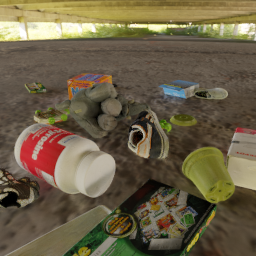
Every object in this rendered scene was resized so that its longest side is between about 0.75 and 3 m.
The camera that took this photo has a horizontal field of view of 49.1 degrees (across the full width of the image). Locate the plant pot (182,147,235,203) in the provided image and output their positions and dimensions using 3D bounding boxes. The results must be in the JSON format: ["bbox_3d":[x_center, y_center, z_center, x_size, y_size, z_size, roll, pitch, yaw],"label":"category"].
[{"bbox_3d":[1.970,1.172,6.637,1.080,1.080,0.993,-4,35,-10],"label":"plant pot"}]

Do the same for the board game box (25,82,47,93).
[{"bbox_3d":[-5.230,-2.285,15.815,0.888,0.199,1.695,-10,25,-27],"label":"board game box"}]

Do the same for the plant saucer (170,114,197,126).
[{"bbox_3d":[2.222,-0.351,11.211,1.055,0.164,1.055,0,23,0],"label":"plant saucer"}]

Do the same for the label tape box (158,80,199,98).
[{"bbox_3d":[2.632,-1.974,14.539,1.328,0.612,1.853,19,31,40],"label":"label tape box"}]

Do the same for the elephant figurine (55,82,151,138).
[{"bbox_3d":[-0.748,-0.761,10.545,2.028,2.223,2.866,-39,-2,21],"label":"elephant figurine"}]

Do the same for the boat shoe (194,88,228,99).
[{"bbox_3d":[4.074,-1.659,13.934,1.638,0.572,0.583,10,32,36],"label":"boat shoe"}]

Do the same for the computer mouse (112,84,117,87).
[{"bbox_3d":[-0.968,-2.440,16.189,0.768,0.177,0.539,-4,22,-9],"label":"computer mouse"}]

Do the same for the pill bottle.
[{"bbox_3d":[-1.561,0.784,6.938,2.423,1.360,1.360,17,28,34],"label":"pill bottle"}]

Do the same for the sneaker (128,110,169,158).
[{"bbox_3d":[0.470,0.085,9.065,1.013,1.001,2.551,1,24,-12],"label":"sneaker"}]

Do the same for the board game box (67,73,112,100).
[{"bbox_3d":[-1.629,-1.528,12.366,1.430,1.430,1.429,8,25,19],"label":"board game box"}]

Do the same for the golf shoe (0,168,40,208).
[{"bbox_3d":[-2.878,1.398,6.426,1.638,0.637,0.774,6,23,17],"label":"golf shoe"}]

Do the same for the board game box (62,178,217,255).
[{"bbox_3d":[0.178,1.919,4.718,1.543,0.345,2.944,19,33,34],"label":"board game box"}]

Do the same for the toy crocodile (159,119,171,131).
[{"bbox_3d":[1.041,-0.106,10.444,1.170,0.361,0.395,5,26,24],"label":"toy crocodile"}]

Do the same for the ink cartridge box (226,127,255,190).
[{"bbox_3d":[3.503,0.809,7.519,1.461,0.851,2.019,11,25,24],"label":"ink cartridge box"}]

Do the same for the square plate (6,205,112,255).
[{"bbox_3d":[-0.622,2.412,4.336,2.563,0.365,2.539,-20,30,-38],"label":"square plate"}]

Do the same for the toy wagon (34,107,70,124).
[{"bbox_3d":[-2.974,-0.541,11.470,1.605,0.318,1.245,-18,29,-38],"label":"toy wagon"}]
